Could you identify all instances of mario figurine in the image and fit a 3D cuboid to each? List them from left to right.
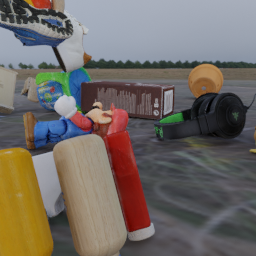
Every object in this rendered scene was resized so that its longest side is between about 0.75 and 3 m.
[{"bbox_3d":[-1.030,-0.182,5.825,2.126,1.127,1.313,-6,13,-19],"label":"mario figurine"}]

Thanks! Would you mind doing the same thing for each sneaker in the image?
[{"bbox_3d":[-1.940,-1.832,5.076,1.805,0.709,0.805,9,-28,-38],"label":"sneaker"},{"bbox_3d":[-2.028,-3.315,8.784,1.241,2.932,1.068,-28,23,-17],"label":"sneaker"}]

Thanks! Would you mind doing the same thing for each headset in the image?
[{"bbox_3d":[2.079,-0.123,6.357,2.910,1.367,1.797,-16,7,2],"label":"headset"}]

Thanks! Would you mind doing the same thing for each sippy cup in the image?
[{"bbox_3d":[-2.399,-1.346,10.442,1.642,2.240,1.759,-7,36,24],"label":"sippy cup"}]

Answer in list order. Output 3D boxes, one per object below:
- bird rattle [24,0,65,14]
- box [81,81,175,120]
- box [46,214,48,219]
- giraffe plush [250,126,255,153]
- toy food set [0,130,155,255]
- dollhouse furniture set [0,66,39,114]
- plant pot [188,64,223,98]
[{"bbox_3d":[-2.114,-2.954,6.049,2.178,1.775,1.227,-35,44,-16],"label":"bird rattle"},{"bbox_3d":[-0.007,-1.041,9.795,2.994,1.122,1.499,5,13,23],"label":"box"},{"bbox_3d":[-1.360,0.971,2.390,0.949,0.233,0.982,2,12,22],"label":"box"},{"bbox_3d":[2.681,0.210,5.281,0.760,0.808,0.937,-17,54,-26],"label":"giraffe plush"},{"bbox_3d":[-0.415,0.693,2.744,1.135,1.070,2.378,-14,-5,-3],"label":"toy food set"},{"bbox_3d":[-5.003,-0.937,10.900,2.357,1.629,2.497,18,-34,-38],"label":"dollhouse furniture set"},{"bbox_3d":[4.083,-2.328,14.912,1.862,1.862,1.303,4,28,18],"label":"plant pot"}]
